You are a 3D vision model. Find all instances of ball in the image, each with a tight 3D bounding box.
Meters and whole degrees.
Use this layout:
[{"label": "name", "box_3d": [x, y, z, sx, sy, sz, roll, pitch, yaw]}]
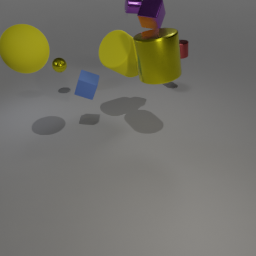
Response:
[{"label": "ball", "box_3d": [-3.038, -2.318, 8.247, 1.400, 1.400, 1.400, 0, 31, 0]}, {"label": "ball", "box_3d": [-3.253, -2.983, 13.287, 0.700, 0.700, 0.700, 0, 31, 0]}]

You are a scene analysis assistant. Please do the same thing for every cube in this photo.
[{"label": "cube", "box_3d": [0.812, -3.886, 9.550, 0.700, 0.700, 0.700, 16, -10, 19]}, {"label": "cube", "box_3d": [-1.505, -1.582, 10.282, 0.700, 0.700, 0.700, 17, 40, -12]}]

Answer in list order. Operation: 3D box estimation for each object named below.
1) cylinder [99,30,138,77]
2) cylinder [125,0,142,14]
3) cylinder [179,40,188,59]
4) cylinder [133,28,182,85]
[{"label": "cylinder", "box_3d": [-0.148, -2.753, 10.548, 1.400, 1.400, 1.400, 22, 6, 32]}, {"label": "cylinder", "box_3d": [0.252, -5.808, 13.304, 0.700, 0.700, 0.700, -3, 31, -14]}, {"label": "cylinder", "box_3d": [2.515, -3.744, 13.311, 0.700, 0.700, 0.700, -6, 34, 4]}, {"label": "cylinder", "box_3d": [0.944, -2.288, 8.885, 1.400, 1.400, 1.400, -9, 30, 5]}]
